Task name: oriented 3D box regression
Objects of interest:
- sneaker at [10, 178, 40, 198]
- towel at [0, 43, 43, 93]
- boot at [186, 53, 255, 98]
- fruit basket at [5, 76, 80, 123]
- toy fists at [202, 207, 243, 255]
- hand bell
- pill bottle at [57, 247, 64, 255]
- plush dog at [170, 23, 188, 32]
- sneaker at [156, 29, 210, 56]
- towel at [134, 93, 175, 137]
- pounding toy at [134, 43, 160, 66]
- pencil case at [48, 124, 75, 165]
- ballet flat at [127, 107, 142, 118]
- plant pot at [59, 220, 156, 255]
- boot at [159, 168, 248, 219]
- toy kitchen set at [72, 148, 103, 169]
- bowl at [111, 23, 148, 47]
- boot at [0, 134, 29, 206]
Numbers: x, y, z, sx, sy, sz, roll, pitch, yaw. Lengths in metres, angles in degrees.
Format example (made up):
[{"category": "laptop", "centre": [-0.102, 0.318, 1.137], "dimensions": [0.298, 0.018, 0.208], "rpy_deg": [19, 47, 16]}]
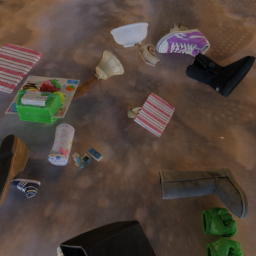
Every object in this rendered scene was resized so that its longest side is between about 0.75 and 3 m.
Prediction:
[{"category": "sneaker", "centre": [-3.525, 2.031, 9.429], "dimensions": [1.022, 0.358, 0.554], "rpy_deg": [3, 51, -1]}, {"category": "towel", "centre": [-5.554, -2.828, 13.094], "dimensions": [2.045, 0.418, 2.795], "rpy_deg": [18, 58, 13]}, {"category": "boot", "centre": [4.153, -2.803, 12.618], "dimensions": [2.255, 1.025, 2.684], "rpy_deg": [37, 68, 20]}, {"category": "fruit basket", "centre": [-3.435, -1.404, 11.505], "dimensions": [2.375, 1.202, 2.564], "rpy_deg": [6, 50, 5]}, {"category": "toy fists", "centre": [2.836, 3.277, 8.320], "dimensions": [0.962, 0.649, 1.888], "rpy_deg": [1, 52, 0]}, {"category": "hand bell", "centre": [-1.492, -2.128, 12.311], "dimensions": [2.479, 1.291, 1.291], "rpy_deg": [-44, 63, -13]}, {"category": "pill bottle", "centre": [-1.771, 3.894, 7.901], "dimensions": [0.558, 0.558, 1.008], "rpy_deg": [-8, 53, -6]}, {"category": "plush dog", "centre": [2.810, -5.104, 14.649], "dimensions": [0.820, 0.766, 0.955], "rpy_deg": [-13, 50, -39]}, {"category": "sneaker", "centre": [2.767, -3.962, 13.587], "dimensions": [2.628, 0.952, 1.498], "rpy_deg": [-20, 59, -14]}, {"category": "towel", "centre": [1.086, -0.545, 11.255], "dimensions": [1.221, 0.250, 1.668], "rpy_deg": [34, 58, -3]}, {"category": "pounding toy", "centre": [0.914, -3.527, 13.600], "dimensions": [0.832, 0.835, 1.455], "rpy_deg": [-6, 58, -40]}, {"category": "pencil case", "centre": [-2.436, 0.601, 10.310], "dimensions": [0.712, 0.652, 1.569], "rpy_deg": [10, 52, -5]}, {"category": "ballet flat", "centre": [0.627, -0.674, 11.417], "dimensions": [1.297, 0.423, 0.457], "rpy_deg": [-9, 54, -7]}, {"category": "plant pot", "centre": [-0.379, 3.419, 7.239], "dimensions": [1.722, 1.936, 1.941], "rpy_deg": [-26, 86, -35]}, {"category": "boot", "centre": [2.289, 2.029, 8.949], "dimensions": [2.412, 0.875, 2.193], "rpy_deg": [2, 27, -7]}, {"category": "toy kitchen set", "centre": [-1.432, 1.012, 9.957], "dimensions": [0.537, 0.730, 0.911], "rpy_deg": [35, 60, 24]}, {"category": "bowl", "centre": [0.138, -4.504, 13.796], "dimensions": [1.885, 0.847, 1.885], "rpy_deg": [-11, 10, 2]}, {"category": "boot", "centre": [-3.932, 1.509, 9.407], "dimensions": [0.930, 0.953, 2.527], "rpy_deg": [-11, 54, 24]}]
